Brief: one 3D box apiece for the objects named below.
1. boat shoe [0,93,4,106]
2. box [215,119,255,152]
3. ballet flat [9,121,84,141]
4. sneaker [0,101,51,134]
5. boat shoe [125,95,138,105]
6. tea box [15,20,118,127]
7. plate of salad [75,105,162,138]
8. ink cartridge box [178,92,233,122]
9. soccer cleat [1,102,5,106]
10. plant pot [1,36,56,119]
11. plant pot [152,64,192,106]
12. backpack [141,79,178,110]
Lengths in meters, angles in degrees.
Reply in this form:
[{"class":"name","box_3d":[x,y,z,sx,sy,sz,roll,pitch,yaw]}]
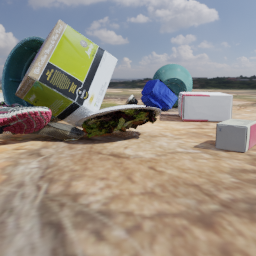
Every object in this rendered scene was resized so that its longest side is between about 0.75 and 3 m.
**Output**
[{"class":"boat shoe","box_3d":[-5.784,-1.145,10.999,0.917,0.936,2.629,-20,6,43]},{"class":"box","box_3d":[2.411,0.138,6.163,0.648,0.552,1.014,7,12,36]},{"class":"ballet flat","box_3d":[-2.104,0.067,6.915,2.042,0.473,0.688,10,7,1]},{"class":"sneaker","box_3d":[-2.669,-0.293,6.301,1.829,0.738,0.683,-6,53,-18]},{"class":"boat shoe","box_3d":[0.200,-1.271,14.449,0.535,0.656,1.774,42,-9,-1]},{"class":"tea box","box_3d":[-1.616,-1.406,7.611,1.932,1.964,1.312,31,-31,-24]},{"class":"plate of salad","box_3d":[-0.215,-0.123,7.099,2.196,0.527,2.196,-8,-10,-2]},{"class":"ink cartridge box","box_3d":[2.858,-0.872,10.799,1.723,0.974,2.352,1,10,6]},{"class":"soccer cleat","box_3d":[-4.744,-0.768,11.388,0.748,0.623,1.845,-1,7,-16]},{"class":"plant pot","box_3d":[-2.560,-1.595,10.453,2.888,2.888,2.829,6,4,30]},{"class":"plant pot","box_3d":[2.443,-2.239,15.429,2.340,2.340,1.878,1,21,7]},{"class":"backpack","box_3d":[1.475,-1.443,13.474,1.521,1.277,1.236,33,-4,-24]}]
